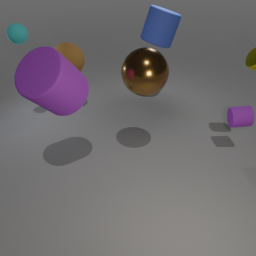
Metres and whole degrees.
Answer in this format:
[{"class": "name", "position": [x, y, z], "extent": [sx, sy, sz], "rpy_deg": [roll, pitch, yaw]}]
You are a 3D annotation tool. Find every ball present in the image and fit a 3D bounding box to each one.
[{"class": "ball", "position": [-3.827, -3.255, 9.697], "extent": [0.700, 0.700, 0.700], "rpy_deg": [0, 31, 0]}, {"class": "ball", "position": [0.498, -1.634, 8.200], "extent": [1.400, 1.400, 1.400], "rpy_deg": [0, 31, 0]}, {"class": "ball", "position": [-2.517, -2.846, 11.702], "extent": [1.400, 1.400, 1.400], "rpy_deg": [0, 31, 0]}]

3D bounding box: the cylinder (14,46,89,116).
[{"class": "cylinder", "position": [-1.956, -1.177, 7.371], "extent": [1.400, 1.400, 1.400], "rpy_deg": [15, -10, 24]}]

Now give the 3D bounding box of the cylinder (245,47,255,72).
[{"class": "cylinder", "position": [4.191, -2.089, 8.771], "extent": [0.700, 0.700, 0.700], "rpy_deg": [19, 25, -20]}]

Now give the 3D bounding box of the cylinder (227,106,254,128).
[{"class": "cylinder", "position": [3.831, -0.385, 9.566], "extent": [0.700, 0.700, 0.700], "rpy_deg": [-4, 30, 3]}]

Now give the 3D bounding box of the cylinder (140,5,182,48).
[{"class": "cylinder", "position": [1.402, -4.353, 12.046], "extent": [1.400, 1.400, 1.400], "rpy_deg": [15, 27, -8]}]
